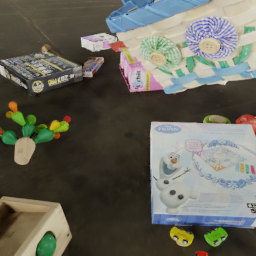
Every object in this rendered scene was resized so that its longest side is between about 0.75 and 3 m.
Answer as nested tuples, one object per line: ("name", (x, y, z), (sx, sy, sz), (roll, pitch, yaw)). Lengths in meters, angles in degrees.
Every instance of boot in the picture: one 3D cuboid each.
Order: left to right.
("boot", (-3.327, -3.052, 12.058), (0.375, 1.018, 0.788), (-39, 9, -30))

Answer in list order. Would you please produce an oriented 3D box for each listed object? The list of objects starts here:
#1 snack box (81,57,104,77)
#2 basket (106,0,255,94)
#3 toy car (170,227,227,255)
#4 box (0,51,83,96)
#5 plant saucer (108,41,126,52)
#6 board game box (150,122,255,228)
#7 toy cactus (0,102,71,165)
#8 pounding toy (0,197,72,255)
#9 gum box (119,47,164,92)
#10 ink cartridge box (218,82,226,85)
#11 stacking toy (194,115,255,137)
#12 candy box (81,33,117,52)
("snack box", (-1.522, -2.498, 11.368), (0.667, 0.226, 1.857), (5, 32, 8))
("basket", (0.429, -0.987, 1.741), (1.277, 1.449, 1.008), (-4, 32, 49))
("toy car", (1.192, 1.815, 4.369), (0.829, 0.196, 0.881), (-15, 35, -23))
("box", (-3.287, -2.148, 10.407), (2.115, 0.644, 2.623), (-27, 41, -34))
("plant saucer", (0.627, -3.635, 12.164), (2.200, 0.404, 2.196), (-4, 9, 36))
("board game box", (1.508, 0.788, 5.349), (2.137, 0.464, 2.127), (2, 47, 2))
("toy cactus", (-2.340, 0.135, 6.613), (1.889, 0.966, 1.559), (3, 40, -11))
("pounding toy", (-1.452, 1.804, 3.868), (1.386, 0.985, 1.276), (1, 29, 21))
("gum box", (0.588, -2.313, 10.428), (1.519, 0.885, 2.677), (-5, 32, -8))
("ink cartridge box", (3.167, -2.021, 10.374), (1.072, 0.452, 0.775), (16, 35, 25))
("stacking toy", (2.237, -0.080, 6.955), (1.692, 0.714, 1.531), (-12, 34, -19))
("candy box", (-1.444, -4.323, 14.085), (1.402, 0.502, 1.176), (-22, 38, -31))
